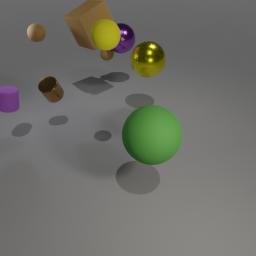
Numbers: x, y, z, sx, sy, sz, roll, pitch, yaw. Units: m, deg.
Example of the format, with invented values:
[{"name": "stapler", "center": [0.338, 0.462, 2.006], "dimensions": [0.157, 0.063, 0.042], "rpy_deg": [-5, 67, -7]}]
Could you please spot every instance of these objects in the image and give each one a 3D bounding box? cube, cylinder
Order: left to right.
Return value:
[{"name": "cylinder", "center": [-4.061, -0.977, 9.470], "dimensions": [0.700, 0.700, 0.700], "rpy_deg": [7, 29, -4]}, {"name": "cylinder", "center": [-2.750, -1.372, 10.055], "dimensions": [0.700, 0.700, 0.700], "rpy_deg": [-4, 64, 9]}, {"name": "cube", "center": [-1.522, -4.271, 11.575], "dimensions": [1.400, 1.400, 1.400], "rpy_deg": [-41, 40, -15]}]

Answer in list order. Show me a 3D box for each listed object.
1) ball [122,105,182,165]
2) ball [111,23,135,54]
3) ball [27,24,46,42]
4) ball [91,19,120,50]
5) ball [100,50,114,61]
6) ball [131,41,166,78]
[{"name": "ball", "center": [0.557, 0.159, 6.559], "dimensions": [1.400, 1.400, 1.400], "rpy_deg": [0, 32, 0]}, {"name": "ball", "center": [-0.342, -4.321, 13.523], "dimensions": [1.400, 1.400, 1.400], "rpy_deg": [0, 32, 0]}, {"name": "ball", "center": [-3.637, -3.780, 11.128], "dimensions": [0.700, 0.700, 0.700], "rpy_deg": [0, 32, 0]}, {"name": "ball", "center": [-0.529, -2.199, 6.622], "dimensions": [0.700, 0.700, 0.700], "rpy_deg": [0, 32, 0]}, {"name": "ball", "center": [-1.072, -3.796, 14.276], "dimensions": [0.700, 0.700, 0.700], "rpy_deg": [0, 32, 0]}, {"name": "ball", "center": [0.801, -2.699, 11.055], "dimensions": [1.400, 1.400, 1.400], "rpy_deg": [0, 32, 0]}]
